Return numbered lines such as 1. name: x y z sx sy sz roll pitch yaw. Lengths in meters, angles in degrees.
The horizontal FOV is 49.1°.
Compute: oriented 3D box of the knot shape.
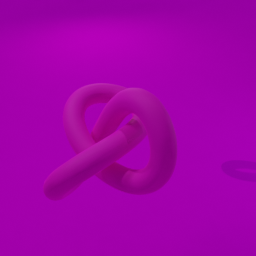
1. knot shape: -0.125 0.115 2.693 1.376 0.680 1.471 3 59 44
